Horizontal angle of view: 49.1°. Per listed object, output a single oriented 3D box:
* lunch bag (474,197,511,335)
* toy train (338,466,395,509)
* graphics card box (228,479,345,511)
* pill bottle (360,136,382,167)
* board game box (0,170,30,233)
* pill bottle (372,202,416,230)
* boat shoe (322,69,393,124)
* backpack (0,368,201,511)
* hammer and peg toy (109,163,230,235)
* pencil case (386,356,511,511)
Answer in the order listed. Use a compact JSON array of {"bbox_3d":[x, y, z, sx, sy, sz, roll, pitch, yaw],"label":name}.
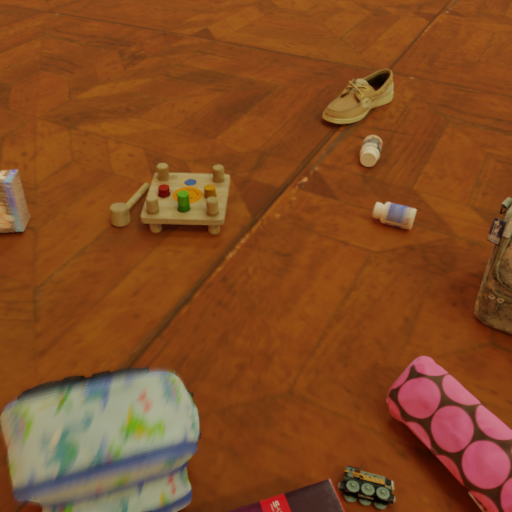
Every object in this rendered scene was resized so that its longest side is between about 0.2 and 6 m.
[{"bbox_3d":[5.178,0.274,9.354,2.629,2.205,1.832,23,46,24],"label":"lunch bag"},{"bbox_3d":[1.496,3.115,7.564,0.757,0.323,0.432,9,32,10],"label":"toy train"},{"bbox_3d":[-0.117,3.877,6.346,2.899,0.737,1.819,-12,43,-12],"label":"graphics card box"},{"bbox_3d":[2.860,-2.613,14.002,0.494,0.494,0.849,11,43,12],"label":"pill bottle"},{"bbox_3d":[-5.639,-1.102,11.673,1.441,1.149,0.698,-5,31,-5],"label":"board game box"},{"bbox_3d":[2.952,-0.883,11.997,0.842,0.472,0.472,17,44,15],"label":"pill bottle"},{"bbox_3d":[2.913,-4.579,15.914,1.041,0.934,2.813,31,50,30],"label":"boat shoe"},{"bbox_3d":[-1.744,2.354,6.735,2.271,2.481,1.823,-12,70,-12],"label":"backpack"},{"bbox_3d":[-1.862,-1.318,12.204,2.491,0.878,1.832,2,41,3],"label":"hammer and peg toy"},{"bbox_3d":[2.854,2.531,7.739,1.111,1.076,2.372,-46,48,3],"label":"pencil case"}]
